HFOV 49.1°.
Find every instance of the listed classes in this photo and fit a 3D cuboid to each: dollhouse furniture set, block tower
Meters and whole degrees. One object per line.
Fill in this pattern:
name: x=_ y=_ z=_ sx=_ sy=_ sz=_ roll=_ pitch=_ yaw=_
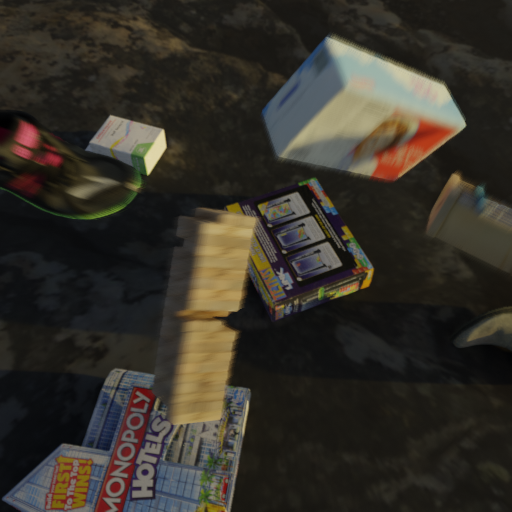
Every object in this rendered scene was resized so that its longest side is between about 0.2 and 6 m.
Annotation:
dollhouse furniture set: x=3.728 y=-1.075 z=8.284 sx=1.469 sy=2.085 sz=1.461 roll=27 pitch=25 yaw=9
block tower: x=-0.714 y=0.741 z=7.186 sx=0.720 sy=2.664 sz=0.770 roll=5 pitch=7 yaw=-35

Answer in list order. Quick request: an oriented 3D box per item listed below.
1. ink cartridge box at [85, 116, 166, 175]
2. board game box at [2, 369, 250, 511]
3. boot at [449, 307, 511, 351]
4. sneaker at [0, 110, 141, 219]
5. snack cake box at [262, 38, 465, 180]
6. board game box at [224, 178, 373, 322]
ink cartridge box: x=-2.841 y=-2.385 z=11.837 sx=1.605 sy=0.540 sz=0.940 roll=16 pitch=56 yaw=11
board game box: x=-1.740 y=2.949 z=7.831 sx=2.914 sy=0.899 sz=2.916 roll=8 pitch=55 yaw=4
boot: x=4.313 y=1.491 z=9.053 sx=2.032 sy=0.688 sz=1.327 roll=-14 pitch=62 yaw=-8
sneaker: x=-3.057 y=-1.286 z=7.768 sx=2.903 sy=1.216 sz=1.114 roll=14 pitch=77 yaw=-16
snack cake box: x=1.560 y=-1.964 z=8.008 sx=2.535 sy=1.458 sz=0.852 roll=4 pitch=58 yaw=-38
board game box: x=0.713 y=-0.173 z=10.208 sx=1.923 sy=0.659 sz=2.326 roll=-19 pitch=57 yaw=-11
